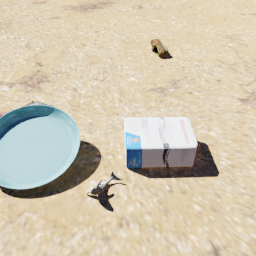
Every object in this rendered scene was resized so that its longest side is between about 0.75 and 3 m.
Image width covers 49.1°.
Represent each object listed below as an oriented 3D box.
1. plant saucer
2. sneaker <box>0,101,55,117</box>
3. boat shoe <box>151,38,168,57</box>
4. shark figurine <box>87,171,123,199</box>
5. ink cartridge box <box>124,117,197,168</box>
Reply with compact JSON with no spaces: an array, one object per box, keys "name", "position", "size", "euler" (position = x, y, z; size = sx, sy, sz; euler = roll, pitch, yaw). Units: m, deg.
[{"name":"plant saucer","position":[-2.766,0.508,8.076],"size":[2.794,0.383,2.794],"euler":[1,56,-1]},{"name":"sneaker","position":[-3.362,-0.372,9.333],"size":[2.246,0.794,1.097],"euler":[-5,39,-10]},{"name":"boat shoe","position":[1.458,-4.099,14.170],"size":[0.528,0.559,1.554],"euler":[-14,41,-18]},{"name":"shark figurine","position":[-0.639,1.599,7.308],"size":[0.441,0.632,1.057],"euler":[49,38,14]},{"name":"ink cartridge box","position":[0.892,0.402,8.324],"size":[1.978,0.833,1.430],"euler":[-1,39,-1]}]
